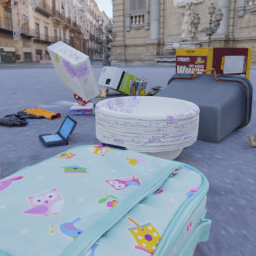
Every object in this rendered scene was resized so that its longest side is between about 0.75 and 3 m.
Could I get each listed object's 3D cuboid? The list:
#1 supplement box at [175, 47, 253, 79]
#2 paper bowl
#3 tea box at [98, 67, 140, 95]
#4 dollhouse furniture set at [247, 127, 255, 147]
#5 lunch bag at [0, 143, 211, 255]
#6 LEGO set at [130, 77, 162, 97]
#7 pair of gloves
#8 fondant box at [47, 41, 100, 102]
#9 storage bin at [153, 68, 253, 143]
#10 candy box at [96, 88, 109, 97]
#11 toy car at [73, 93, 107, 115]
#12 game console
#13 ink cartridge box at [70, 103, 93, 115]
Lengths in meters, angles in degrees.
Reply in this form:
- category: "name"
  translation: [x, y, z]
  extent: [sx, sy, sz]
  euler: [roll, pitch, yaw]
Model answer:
- category: "supplement box"
  translation: [3.761, -2.180, 12.563]
  extent: [2.803, 2.765, 1.861]
  euler: [-9, 17, -30]
- category: "paper bowl"
  translation: [0.471, 0.025, 7.127]
  extent: [2.570, 1.337, 2.570]
  euler: [0, 15, 0]
- category: "tea box"
  translation: [-0.569, -2.851, 17.104]
  extent: [1.779, 1.208, 1.809]
  euler: [19, 3, -33]
- category: "dollhouse furniture set"
  translation: [3.738, 0.264, 7.613]
  extent: [0.508, 0.670, 0.765]
  euler: [-8, -10, -21]
- category: "lunch bag"
  translation: [-0.315, 1.114, 3.473]
  extent: [2.380, 1.144, 2.968]
  euler: [8, 17, 28]
- category: "LEGO set"
  translation: [1.215, -1.761, 13.569]
  extent: [1.922, 1.448, 2.500]
  euler: [-10, 18, -33]
- category: "pair of gloves"
  translation: [-4.105, -0.464, 11.019]
  extent: [2.076, 0.288, 2.330]
  euler: [10, 19, 31]
- category: "fondant box"
  translation: [-2.152, -2.250, 10.964]
  extent: [0.669, 1.657, 2.297]
  euler: [-34, 45, -22]
- category: "storage bin"
  translation: [2.234, -0.748, 9.120]
  extent: [2.972, 2.163, 1.996]
  euler: [11, 29, 35]
- category: "candy box"
  translation: [-2.057, -2.161, 16.947]
  extent: [1.634, 0.461, 0.953]
  euler: [1, 12, 8]
- category: "toy car"
  translation: [-1.367, -0.922, 12.106]
  extent: [1.953, 0.435, 1.838]
  euler: [10, 19, -20]
- category: "game console"
  translation: [-2.107, 0.065, 8.316]
  extent: [0.955, 0.662, 1.119]
  euler: [-7, 16, -26]
- category: "ink cartridge box"
  translation: [-1.981, -0.830, 12.303]
  extent: [0.936, 0.329, 1.568]
  euler: [-1, 12, -1]
